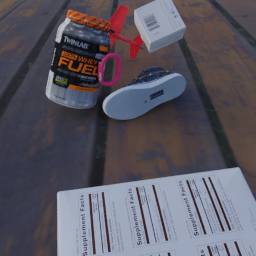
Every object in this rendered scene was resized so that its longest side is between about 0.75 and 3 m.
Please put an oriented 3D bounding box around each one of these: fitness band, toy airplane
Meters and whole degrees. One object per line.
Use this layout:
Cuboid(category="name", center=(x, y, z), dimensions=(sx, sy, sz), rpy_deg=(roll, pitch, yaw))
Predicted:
Cuboid(category="fitness band", center=(-0.557, -1.768, 8.539), dimensions=(0.754, 1.049, 0.196), rpy_deg=(-19, 43, -33))
Cuboid(category="toy airplane", center=(-0.347, -3.673, 11.372), dimensions=(2.509, 2.509, 0.461), rpy_deg=(0, 3, 0))

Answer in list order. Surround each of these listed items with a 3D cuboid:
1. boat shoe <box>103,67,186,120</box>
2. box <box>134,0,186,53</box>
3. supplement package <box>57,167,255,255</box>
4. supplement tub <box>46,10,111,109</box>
Cuboid(category="boat shoe", center=(0.367, -1.216, 9.377), dimensions=(2.975, 1.053, 1.351), rpy_deg=(-21, 34, -20))
Cuboid(category="box", center=(0.931, -3.084, 8.370), dimensions=(1.158, 0.757, 1.152), rpy_deg=(-25, 83, -1))
Cuboid(category="supplement package", center=(0.422, 2.053, 4.005), dimensions=(2.465, 2.357, 1.813), rpy_deg=(-6, 51, -6))
Cuboid(category="supplement tub", center=(-1.522, -2.117, 8.832), dimensions=(1.677, 2.737, 1.677), rpy_deg=(15, 17, -5))
